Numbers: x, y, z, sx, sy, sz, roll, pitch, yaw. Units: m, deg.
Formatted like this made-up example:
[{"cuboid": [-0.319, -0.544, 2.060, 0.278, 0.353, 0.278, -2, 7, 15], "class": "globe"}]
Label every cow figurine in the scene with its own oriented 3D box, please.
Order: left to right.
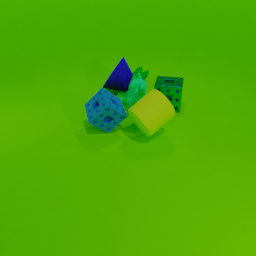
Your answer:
[{"cuboid": [0.213, -1.496, 10.100, 0.676, 1.232, 1.212, 32, 48, 14], "class": "cow figurine"}, {"cuboid": [0.302, -1.097, 9.256, 0.703, 1.281, 1.260, 13, 26, 4], "class": "cow figurine"}]

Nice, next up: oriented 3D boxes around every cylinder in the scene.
[{"cuboid": [0.665, -0.436, 7.980, 0.974, 0.974, 0.974, -41, 42, -8], "class": "cylinder"}]

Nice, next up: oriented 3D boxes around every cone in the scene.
[{"cuboid": [0.002, -1.750, 10.935, 1.441, 1.435, 1.435, 35, 32, -7], "class": "cone"}]

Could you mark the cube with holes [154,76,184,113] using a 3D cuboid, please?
[{"cuboid": [1.438, -1.214, 9.950, 0.945, 0.945, 0.945, 6, 31, 10], "class": "cube with holes"}]

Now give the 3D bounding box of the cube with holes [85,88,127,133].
[{"cuboid": [-0.678, -0.518, 8.403, 0.815, 0.815, 0.815, 29, 30, -40], "class": "cube with holes"}]
